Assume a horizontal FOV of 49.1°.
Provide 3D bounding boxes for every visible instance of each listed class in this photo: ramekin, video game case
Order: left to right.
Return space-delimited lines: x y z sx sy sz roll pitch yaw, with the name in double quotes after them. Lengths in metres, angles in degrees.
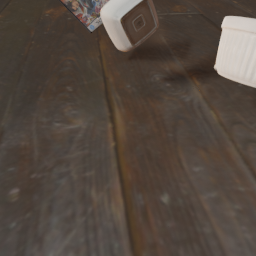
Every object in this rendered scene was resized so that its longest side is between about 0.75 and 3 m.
-1.290 -4.229 9.144 1.638 1.813 0.231 -26 38 33 "video game case"
2.742 -1.380 5.451 2.088 1.096 2.088 11 20 -4 "ramekin"

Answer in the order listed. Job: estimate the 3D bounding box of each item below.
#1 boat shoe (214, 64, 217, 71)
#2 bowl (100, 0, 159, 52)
2.741 -1.458 7.174 1.006 0.375 0.466 -1 50 -15 "boat shoe"
0.185 -3.111 8.100 1.607 1.605 0.600 -41 48 -7 "bowl"
